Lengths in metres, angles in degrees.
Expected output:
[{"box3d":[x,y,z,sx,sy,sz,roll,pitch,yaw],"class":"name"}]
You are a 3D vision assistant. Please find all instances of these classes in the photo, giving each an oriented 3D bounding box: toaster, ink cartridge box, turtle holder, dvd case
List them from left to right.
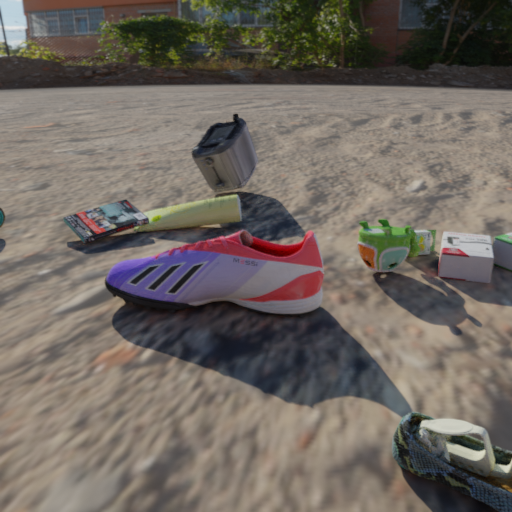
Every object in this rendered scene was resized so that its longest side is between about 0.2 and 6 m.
[{"box3d":[-3.133,-0.747,11.729,1.453,0.160,1.060,-23,41,-32],"class":"dvd case"},{"box3d":[-0.740,-2.649,14.723,1.212,1.377,2.132,-6,37,25],"class":"toaster"},{"box3d":[2.290,-0.186,9.835,0.873,0.816,1.149,13,18,35],"class":"turtle holder"},{"box3d":[3.078,-0.254,10.645,0.846,0.439,0.251,-3,12,-11],"class":"ink cartridge box"},{"box3d":[3.722,-0.001,9.970,0.865,0.489,1.179,6,23,17],"class":"ink cartridge box"},{"box3d":[5.053,-0.082,10.102,1.305,0.548,0.952,-13,25,-29],"class":"ink cartridge box"}]

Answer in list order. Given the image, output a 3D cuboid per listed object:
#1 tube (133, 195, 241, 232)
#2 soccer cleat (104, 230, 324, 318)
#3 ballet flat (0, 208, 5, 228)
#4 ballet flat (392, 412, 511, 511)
[{"box3d":[-1.484,-0.881,12.133,2.307,0.599,0.669,-8,-13,3],"class":"tube"},{"box3d":[-0.664,0.151,8.565,3.384,1.238,1.154,3,22,8],"class":"soccer cleat"},{"box3d":[-6.465,-0.631,11.167,2.628,0.929,0.929,-19,28,-37],"class":"ballet flat"},{"box3d":[2.139,1.887,5.005,1.881,0.698,0.698,11,24,26],"class":"ballet flat"}]
